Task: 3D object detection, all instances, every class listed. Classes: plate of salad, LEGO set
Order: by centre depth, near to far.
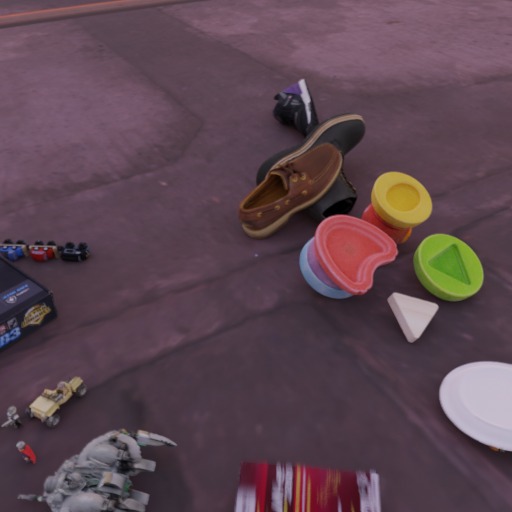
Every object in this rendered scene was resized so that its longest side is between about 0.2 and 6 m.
[{"bbox_3d":[-1.877,2.174,5.898,2.615,0.741,1.698,24,44,27],"label":"LEGO set"},{"bbox_3d":[2.941,1.805,6.689,1.440,0.346,1.440,-4,30,2],"label":"plate of salad"}]

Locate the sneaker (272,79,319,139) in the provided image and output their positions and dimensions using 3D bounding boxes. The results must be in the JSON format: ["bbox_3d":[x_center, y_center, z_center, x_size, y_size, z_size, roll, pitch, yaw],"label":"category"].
[{"bbox_3d":[0.903,-3.228,13.033,0.972,0.841,2.221,-19,38,12],"label":"sneaker"}]

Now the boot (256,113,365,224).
[{"bbox_3d":[1.567,-1.587,10.634,2.627,1.018,1.817,-38,54,-18],"label":"boot"}]

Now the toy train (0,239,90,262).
[{"bbox_3d":[-3.511,-0.064,9.204,1.542,0.263,0.353,3,50,2],"label":"toy train"}]

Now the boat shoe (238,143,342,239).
[{"bbox_3d":[0.591,-1.211,9.599,2.177,0.735,0.784,-41,56,-7],"label":"boat shoe"}]

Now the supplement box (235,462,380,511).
[{"bbox_3d":[0.500,2.555,5.581,1.412,0.430,0.768,3,43,4],"label":"supplement box"}]

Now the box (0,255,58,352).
[{"bbox_3d":[-4.379,0.774,7.893,2.183,0.547,2.200,28,45,30],"label":"box"}]

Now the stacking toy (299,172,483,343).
[{"bbox_3d":[2.051,0.158,8.742,2.548,1.076,2.307,-32,74,-31],"label":"stacking toy"}]
